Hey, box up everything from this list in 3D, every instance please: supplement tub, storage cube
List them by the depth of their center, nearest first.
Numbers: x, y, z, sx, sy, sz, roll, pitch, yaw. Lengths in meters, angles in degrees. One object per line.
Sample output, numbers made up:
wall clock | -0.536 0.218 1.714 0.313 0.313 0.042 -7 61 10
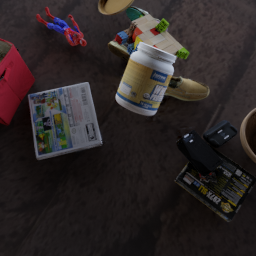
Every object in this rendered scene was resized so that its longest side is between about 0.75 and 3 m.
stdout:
supplement tub | 0.639 -1.732 9.964 1.611 1.611 2.228 25 108 9
storage cube | -5.260 -1.839 10.204 2.659 2.391 2.273 20 71 8

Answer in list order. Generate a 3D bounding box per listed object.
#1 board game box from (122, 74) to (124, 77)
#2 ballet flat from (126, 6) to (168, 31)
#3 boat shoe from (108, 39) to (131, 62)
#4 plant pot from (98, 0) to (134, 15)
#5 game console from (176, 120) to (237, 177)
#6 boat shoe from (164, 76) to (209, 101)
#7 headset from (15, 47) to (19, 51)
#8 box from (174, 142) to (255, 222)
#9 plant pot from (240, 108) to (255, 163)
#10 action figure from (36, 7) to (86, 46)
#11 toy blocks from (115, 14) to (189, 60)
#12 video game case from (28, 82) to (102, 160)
board game box | 0.407 -2.071 11.490 1.108 0.179 0.665 32 77 11
ballet flat | 0.864 -4.689 12.267 2.050 0.709 0.730 37 55 8
boat shoe | 0.162 -3.093 11.535 2.128 0.779 0.690 35 76 10
plant pot | -0.422 -5.743 12.439 1.984 0.273 1.984 -14 58 25
game console | 3.041 0.529 10.016 2.586 0.312 1.525 -29 70 -29
boat shoe | 2.035 -1.620 10.902 2.364 0.900 0.847 5 69 2
headset | -4.864 -2.977 11.797 0.563 0.428 0.911 17 85 10
box | 3.055 1.822 9.802 2.238 0.552 1.787 36 75 13
plant pot | 5.094 0.457 10.016 2.391 1.104 2.391 0 69 0
action figure | -2.789 -4.397 11.823 2.591 1.283 0.846 38 74 10
toy blocks | 0.784 -3.289 11.023 1.850 1.352 2.706 -35 77 -30
video game case | -2.446 -0.326 10.751 2.440 0.295 2.677 -13 71 -5
